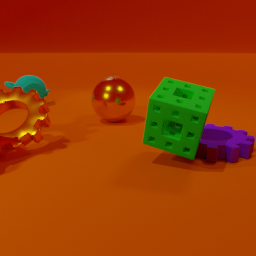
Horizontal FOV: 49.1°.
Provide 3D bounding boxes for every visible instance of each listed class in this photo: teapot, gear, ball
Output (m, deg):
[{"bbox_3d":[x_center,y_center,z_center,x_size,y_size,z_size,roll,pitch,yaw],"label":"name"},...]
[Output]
[{"bbox_3d":[-3.483,-1.379,9.995,1.786,1.111,0.875,7,25,-45],"label":"teapot"},{"bbox_3d":[-2.408,-0.160,5.718,1.581,0.292,1.581,-2,55,3],"label":"gear"},{"bbox_3d":[-0.403,-0.786,7.832,1.233,1.233,1.233,0,16,0],"label":"ball"},{"bbox_3d":[1.741,0.270,5.887,1.649,0.305,1.649,0,16,0],"label":"gear"}]

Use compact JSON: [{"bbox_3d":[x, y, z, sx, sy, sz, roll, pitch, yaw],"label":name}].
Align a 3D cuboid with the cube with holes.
[{"bbox_3d":[0.887,-0.198,4.901,0.924,0.924,0.924,17,36,15],"label":"cube with holes"}]
